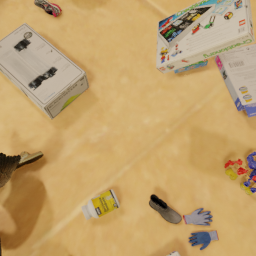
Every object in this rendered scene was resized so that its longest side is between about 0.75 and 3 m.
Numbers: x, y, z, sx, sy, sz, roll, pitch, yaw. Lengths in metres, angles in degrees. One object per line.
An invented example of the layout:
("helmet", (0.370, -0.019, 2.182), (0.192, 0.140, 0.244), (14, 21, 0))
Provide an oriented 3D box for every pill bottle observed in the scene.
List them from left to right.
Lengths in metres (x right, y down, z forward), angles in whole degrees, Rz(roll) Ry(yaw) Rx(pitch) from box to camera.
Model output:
("pill bottle", (-0.689, 1.946, 7.033), (0.895, 0.501, 0.501), (-24, 69, -10))

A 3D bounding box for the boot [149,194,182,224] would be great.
("boot", (0.924, 2.028, 6.928), (0.960, 0.632, 0.335), (28, 68, 11))

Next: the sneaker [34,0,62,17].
("sneaker", (-2.837, -4.202, 9.735), (1.015, 0.409, 0.379), (24, 71, 9))

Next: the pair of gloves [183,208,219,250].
("pair of gloves", (1.822, 2.522, 7.009), (0.773, 0.110, 0.962), (-10, 66, -2))

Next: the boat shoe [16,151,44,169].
("boat shoe", (-2.821, 0.815, 7.588), (1.032, 0.382, 0.343), (-22, 74, -9))

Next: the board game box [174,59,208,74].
("board game box", (1.799, -2.534, 9.092), (1.090, 0.264, 1.441), (-16, 67, -6))

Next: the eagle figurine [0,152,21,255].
("eagle figurine", (-3.235, 1.466, 5.840), (2.166, 2.870, 2.178), (38, 87, 35))

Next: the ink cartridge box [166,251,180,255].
("ink cartridge box", (0.387, 3.933, 6.134), (2.425, 0.611, 1.321), (-27, 70, -10))

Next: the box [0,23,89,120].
("box", (-2.707, -1.739, 8.438), (2.767, 0.832, 1.614), (39, 72, 16))

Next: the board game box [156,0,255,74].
("board game box", (1.433, -1.936, 5.556), (1.914, 0.331, 1.209), (-12, 64, 39))

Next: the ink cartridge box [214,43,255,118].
("ink cartridge box", (3.739, -1.418, 8.495), (1.421, 0.500, 2.382), (-13, 64, -5))

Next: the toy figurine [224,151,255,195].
("toy figurine", (3.642, 1.205, 7.111), (1.204, 1.060, 2.010), (-40, 73, -21))
